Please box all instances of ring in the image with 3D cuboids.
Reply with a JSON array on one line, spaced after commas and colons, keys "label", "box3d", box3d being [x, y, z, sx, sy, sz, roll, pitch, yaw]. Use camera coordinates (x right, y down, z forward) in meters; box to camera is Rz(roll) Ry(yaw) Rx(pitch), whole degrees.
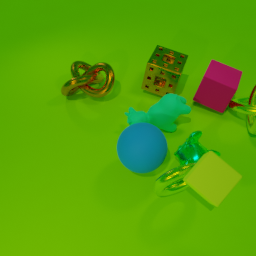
[{"label": "ring", "box3d": [1.206, 1.237, 6.653, 1.334, 1.334, 0.267, -15, 60, -14]}]

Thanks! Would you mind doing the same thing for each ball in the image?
[{"label": "ball", "box3d": [0.361, 0.507, 7.198, 1.297, 1.297, 1.297, 0, 46, 0]}]

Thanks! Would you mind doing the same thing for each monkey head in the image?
[{"label": "monkey head", "box3d": [1.825, 0.667, 7.464, 1.492, 1.073, 0.899, -19, 56, -28]}]

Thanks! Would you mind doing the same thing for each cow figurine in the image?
[{"label": "cow figurine", "box3d": [0.843, -0.434, 8.413, 1.631, 1.658, 0.910, 15, 39, -31]}]

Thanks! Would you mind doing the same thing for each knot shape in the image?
[{"label": "knot shape", "box3d": [-1.424, -1.791, 9.857, 1.928, 0.891, 1.805, -12, 39, 1]}, {"label": "knot shape", "box3d": [4.181, -0.833, 8.577, 0.904, 1.831, 1.956, 40, 22, -21]}]

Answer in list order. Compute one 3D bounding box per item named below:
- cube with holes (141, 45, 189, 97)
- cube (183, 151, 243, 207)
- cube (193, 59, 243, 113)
[{"label": "cube with holes", "box3d": [1.265, -1.934, 9.719, 1.149, 1.149, 1.149, 21, 51, 7]}, {"label": "cube", "box3d": [1.644, 1.000, 5.565, 0.751, 0.751, 0.751, 41, 86, 11]}, {"label": "cube", "box3d": [2.911, -1.365, 9.128, 1.077, 1.077, 1.077, 25, 49, 10]}]
